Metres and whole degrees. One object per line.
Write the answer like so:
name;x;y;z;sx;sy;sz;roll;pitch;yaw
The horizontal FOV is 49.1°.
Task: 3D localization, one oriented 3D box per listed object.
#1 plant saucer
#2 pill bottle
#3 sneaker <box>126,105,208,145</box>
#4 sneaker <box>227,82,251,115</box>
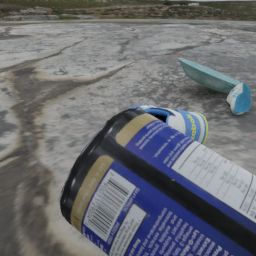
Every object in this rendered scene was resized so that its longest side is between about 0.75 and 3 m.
plant saucer;2.832;-1.742;9.761;2.543;0.490;2.543;19;21;-8
pill bottle;0.748;1.015;2.702;2.605;1.457;1.457;32;36;19
sneaker;0.363;-0.057;5.606;0.976;0.877;2.373;-1;2;-40
sneaker;3.229;-0.785;8.241;0.574;0.543;1.420;-38;10;43
